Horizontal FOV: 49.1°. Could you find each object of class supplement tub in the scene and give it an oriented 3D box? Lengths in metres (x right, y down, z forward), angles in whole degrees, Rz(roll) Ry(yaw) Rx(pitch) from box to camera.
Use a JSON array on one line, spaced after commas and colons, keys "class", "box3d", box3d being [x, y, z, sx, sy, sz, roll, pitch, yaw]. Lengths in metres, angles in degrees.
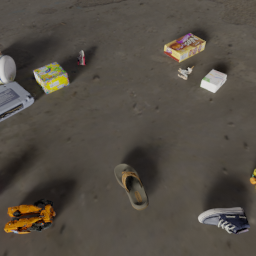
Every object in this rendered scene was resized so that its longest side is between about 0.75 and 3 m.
[{"class": "supplement tub", "box3d": [-6.002, -2.610, 12.357, 1.688, 1.224, 1.224, 5, 47, 5]}]

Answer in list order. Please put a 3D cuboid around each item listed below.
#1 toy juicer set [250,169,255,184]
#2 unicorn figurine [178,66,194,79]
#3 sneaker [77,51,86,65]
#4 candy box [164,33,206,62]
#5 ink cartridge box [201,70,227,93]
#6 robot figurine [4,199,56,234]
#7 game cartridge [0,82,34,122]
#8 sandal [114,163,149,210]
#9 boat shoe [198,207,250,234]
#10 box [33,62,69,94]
[{"class": "toy juicer set", "box3d": [4.391, 1.772, 8.888, 1.018, 0.277, 0.648, 34, 55, 27]}, {"class": "unicorn figurine", "box3d": [2.636, -2.555, 12.933, 0.620, 0.333, 0.903, 21, 64, -10]}, {"class": "sneaker", "box3d": [-2.301, -3.452, 13.722, 0.367, 0.396, 0.982, -8, 48, -5]}, {"class": "candy box", "box3d": [2.892, -4.096, 14.230, 1.890, 0.534, 1.103, -31, 55, -24]}, {"class": "ink cartridge box", "box3d": [3.882, -2.164, 12.486, 0.728, 0.419, 1.244, 31, 54, 26]}, {"class": "robot figurine", "box3d": [-2.766, 2.562, 8.059, 1.387, 0.404, 1.006, -5, 47, -3]}, {"class": "game cartridge", "box3d": [-5.321, -0.964, 11.349, 2.500, 0.511, 1.664, -35, 59, -29]}, {"class": "sandal", "box3d": [0.085, 1.723, 8.669, 0.712, 0.476, 1.743, -23, 49, -5]}, {"class": "boat shoe", "box3d": [2.736, 2.651, 7.879, 1.386, 0.517, 0.642, -6, 40, -7]}, {"class": "box", "box3d": [-3.374, -2.227, 12.364, 1.118, 0.682, 1.077, -28, 53, -23]}]
